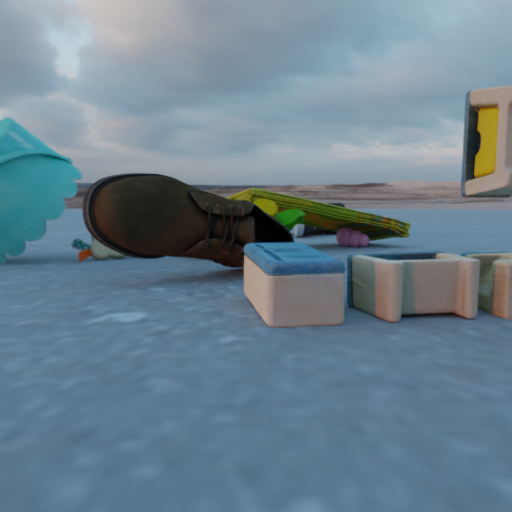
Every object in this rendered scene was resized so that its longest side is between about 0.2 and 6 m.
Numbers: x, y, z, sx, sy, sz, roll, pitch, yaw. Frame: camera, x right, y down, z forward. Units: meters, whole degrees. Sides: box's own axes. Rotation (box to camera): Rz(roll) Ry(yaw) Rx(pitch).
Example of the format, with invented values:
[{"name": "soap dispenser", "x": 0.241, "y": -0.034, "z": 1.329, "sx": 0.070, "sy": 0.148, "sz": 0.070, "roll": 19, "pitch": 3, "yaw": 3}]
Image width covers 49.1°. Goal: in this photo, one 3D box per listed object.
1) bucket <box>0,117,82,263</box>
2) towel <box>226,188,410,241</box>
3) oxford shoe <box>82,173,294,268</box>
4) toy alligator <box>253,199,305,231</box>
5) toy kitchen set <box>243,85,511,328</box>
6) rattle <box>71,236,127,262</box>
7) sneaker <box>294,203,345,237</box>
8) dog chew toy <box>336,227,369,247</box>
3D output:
[{"name": "bucket", "x": -3.265, "y": -0.876, "z": 7.258, "sx": 1.723, "sy": 1.723, "sz": 1.121, "roll": 7, "pitch": -32, "yaw": 49}, {"name": "towel", "x": 0.994, "y": -0.617, "z": 9.450, "sx": 3.105, "sy": 0.280, "sz": 1.336, "roll": 10, "pitch": -10, "yaw": -26}, {"name": "oxford shoe", "x": -0.541, "y": -0.356, "z": 5.690, "sx": 2.437, "sy": 0.886, "sz": 1.029, "roll": 7, "pitch": -3, "yaw": -44}, {"name": "toy alligator", "x": -0.469, "y": -0.250, "z": 7.772, "sx": 2.561, "sy": 0.760, "sz": 0.695, "roll": -6, "pitch": 48, "yaw": -15}, {"name": "toy kitchen set", "x": 0.998, "y": -0.429, "z": 4.261, "sx": 2.069, "sy": 1.658, "sz": 1.219, "roll": -1, "pitch": 7, "yaw": -10}, {"name": "rattle", "x": -2.185, "y": -0.103, "z": 7.815, "sx": 0.703, "sy": 0.640, "sz": 0.983, "roll": -15, "pitch": 21, "yaw": 50}, {"name": "sneaker", "x": 1.449, "y": -0.894, "z": 12.599, "sx": 1.231, "sy": 0.878, "sz": 2.482, "roll": -4, "pitch": 1, "yaw": 9}, {"name": "dog chew toy", "x": 1.681, "y": -0.299, "z": 9.682, "sx": 0.569, "sy": 0.354, "sz": 0.354, "roll": 13, "pitch": 12, "yaw": 30}]
